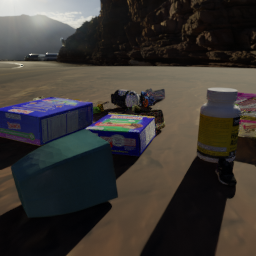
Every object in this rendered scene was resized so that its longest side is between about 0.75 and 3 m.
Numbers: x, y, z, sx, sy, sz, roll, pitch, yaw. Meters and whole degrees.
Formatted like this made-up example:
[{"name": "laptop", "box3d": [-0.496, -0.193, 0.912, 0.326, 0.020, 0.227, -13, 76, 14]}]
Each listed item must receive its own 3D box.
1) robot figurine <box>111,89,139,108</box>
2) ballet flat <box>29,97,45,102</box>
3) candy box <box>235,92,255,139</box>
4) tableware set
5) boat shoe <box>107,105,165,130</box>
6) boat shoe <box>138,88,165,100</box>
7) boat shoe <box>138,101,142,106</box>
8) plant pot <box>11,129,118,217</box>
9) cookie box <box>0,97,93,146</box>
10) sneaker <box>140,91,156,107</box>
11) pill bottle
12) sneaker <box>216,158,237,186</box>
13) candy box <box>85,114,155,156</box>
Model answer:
[{"name": "robot figurine", "box3d": [-0.176, -1.616, 15.424, 1.632, 1.226, 1.018, 10, -24, 33]}, {"name": "ballet flat", "box3d": [-4.504, -0.937, 13.390, 1.038, 0.877, 2.745, 0, 17, -5]}, {"name": "candy box", "box3d": [4.892, -0.581, 11.278, 1.806, 0.808, 2.648, 10, 33, 31]}, {"name": "tableware set", "box3d": [-2.550, -1.108, 14.943, 2.813, 0.432, 1.895, 7, 21, 18]}, {"name": "boat shoe", "box3d": [0.310, -0.551, 11.973, 2.749, 0.903, 0.982, 10, 19, 30]}, {"name": "boat shoe", "box3d": [1.397, -2.187, 17.982, 2.190, 0.720, 0.788, -4, 17, -15]}, {"name": "boat shoe", "box3d": [0.494, -1.499, 16.289, 0.342, 0.418, 1.132, -40, 32, 11]}, {"name": "plant pot", "box3d": [-1.402, 1.028, 6.013, 1.865, 1.318, 1.317, -18, 23, -27]}, {"name": "cookie box", "box3d": [-3.227, -0.383, 11.015, 2.511, 1.103, 2.935, 10, 19, 30]}, {"name": "sneaker", "box3d": [1.134, -1.637, 16.387, 0.751, 0.722, 1.915, 4, 24, -10]}, {"name": "pill bottle", "box3d": [2.690, -0.108, 8.316, 1.156, 2.078, 1.156, 0, 16, 0]}, {"name": "sneaker", "box3d": [2.476, 1.086, 7.134, 0.386, 0.446, 1.019, 0, 16, -1]}, {"name": "candy box", "box3d": [-0.183, 0.157, 9.624, 1.856, 0.845, 2.195, 4, 15, 17]}]
